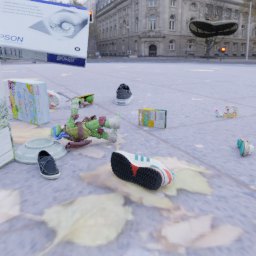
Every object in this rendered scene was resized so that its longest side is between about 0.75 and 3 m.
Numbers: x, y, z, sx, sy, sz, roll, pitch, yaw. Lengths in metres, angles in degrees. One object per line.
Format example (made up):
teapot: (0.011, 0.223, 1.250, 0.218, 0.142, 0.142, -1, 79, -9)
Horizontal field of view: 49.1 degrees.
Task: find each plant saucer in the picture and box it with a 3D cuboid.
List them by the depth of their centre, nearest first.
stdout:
plant saucer: (-2.569, 0.589, 8.210, 1.525, 0.383, 1.525, 1, 17, 0)

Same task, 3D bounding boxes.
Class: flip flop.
flip flop: (3.056, -3.681, 10.082, 1.742, 0.706, 0.501, -2, 56, 3)

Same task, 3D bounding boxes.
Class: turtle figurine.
turtle figurine: (-1.375, -0.263, 9.056, 2.096, 1.556, 2.162, 3, 17, -11)

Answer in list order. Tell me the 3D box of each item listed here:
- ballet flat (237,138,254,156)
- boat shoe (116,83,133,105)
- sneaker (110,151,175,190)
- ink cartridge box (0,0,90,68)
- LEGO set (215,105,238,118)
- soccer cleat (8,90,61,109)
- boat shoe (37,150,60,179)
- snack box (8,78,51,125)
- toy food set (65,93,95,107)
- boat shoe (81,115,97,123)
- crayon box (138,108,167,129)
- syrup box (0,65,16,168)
ballet flat: (3.526, 0.560, 8.348, 0.389, 0.394, 1.157, 13, 20, 11)
boat shoe: (-0.260, -2.064, 16.045, 1.031, 0.976, 2.947, 2, 17, 7)
sneaker: (0.335, 0.983, 6.721, 0.814, 0.613, 1.741, 2, 11, -46)
ink cartridge box: (-2.359, -2.934, 7.825, 2.540, 0.517, 2.545, 4, 60, -13)
LEGO set: (4.629, -0.806, 12.589, 1.469, 0.547, 0.676, -10, 19, -31)
soccer cleat: (-4.720, -1.526, 14.378, 2.859, 0.991, 1.109, 1, 14, 12)
boat shoe: (-2.035, 0.912, 7.070, 0.439, 0.366, 1.177, -9, 26, -28)
snack box: (-4.147, -1.137, 11.687, 2.004, 1.690, 0.678, 12, 22, 37)
toy food set: (-2.369, -1.353, 14.614, 1.032, 0.573, 1.754, -18, 2, 34)
boat shoe: (-1.600, -0.221, 10.770, 0.465, 0.464, 1.289, 10, 19, 30)
crayon box: (0.958, -0.395, 10.959, 1.100, 0.692, 0.284, 8, 18, 24)
syrup box: (-3.765, -0.304, 6.936, 1.124, 2.760, 1.087, 5, 22, 17)
